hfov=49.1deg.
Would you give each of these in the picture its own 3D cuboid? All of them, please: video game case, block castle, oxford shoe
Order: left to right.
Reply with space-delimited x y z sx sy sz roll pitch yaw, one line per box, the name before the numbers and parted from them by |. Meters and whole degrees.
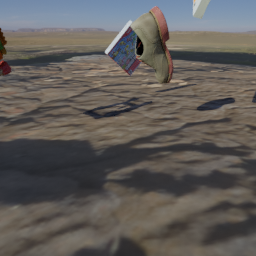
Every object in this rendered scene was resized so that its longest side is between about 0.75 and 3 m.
block castle | -3.309 -1.940 6.134 1.134 1.696 0.796 21 51 27
video game case | 0.080 -2.865 10.353 0.170 1.391 1.946 43 7 28
oxford shoe | 0.581 -1.891 7.061 0.860 2.299 0.810 -26 52 -2

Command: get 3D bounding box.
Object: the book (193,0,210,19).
book | 1.653 -3.039 5.923 0.294 0.818 1.224 16 58 -3
